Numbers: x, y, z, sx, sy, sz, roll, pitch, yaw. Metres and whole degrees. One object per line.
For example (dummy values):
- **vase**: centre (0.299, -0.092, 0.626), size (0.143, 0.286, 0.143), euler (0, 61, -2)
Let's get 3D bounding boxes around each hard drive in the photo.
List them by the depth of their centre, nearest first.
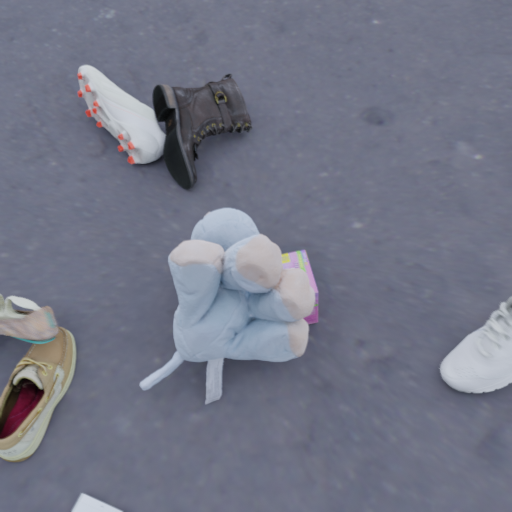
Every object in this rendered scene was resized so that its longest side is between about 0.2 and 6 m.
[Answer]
- **hard drive**: centre (-2.147, 3.607, 6.962), size (0.690, 0.137, 1.046), euler (18, 55, 13)

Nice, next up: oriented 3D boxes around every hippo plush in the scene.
- **hippo plush**: centre (-0.287, 0.510, 8.317), size (2.131, 2.675, 2.151), euler (13, 28, -6)

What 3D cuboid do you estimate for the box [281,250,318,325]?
- **box**: centre (0.658, 0.521, 8.712), size (0.443, 0.916, 0.806), euler (-12, 54, -2)

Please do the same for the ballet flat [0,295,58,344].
- **ballet flat**: centre (-3.694, 0.877, 8.275), size (1.808, 0.608, 0.615), euler (2, 15, 19)

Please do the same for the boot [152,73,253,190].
- **boot**: centre (-0.871, -2.453, 10.799), size (1.908, 0.759, 2.192), euler (-13, 91, -33)

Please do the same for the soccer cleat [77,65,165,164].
- **soccer cleat**: centre (-2.664, -2.867, 11.235), size (1.018, 0.909, 2.624), euler (-29, 70, -30)

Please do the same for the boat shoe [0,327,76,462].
- **boat shoe**: centre (-3.124, 1.822, 7.930), size (0.746, 0.669, 2.017), euler (5, 54, 3)

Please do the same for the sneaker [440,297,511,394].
- **sneaker**: centre (3.611, 0.996, 7.830), size (2.504, 1.091, 0.933), euler (-39, 42, 15)
